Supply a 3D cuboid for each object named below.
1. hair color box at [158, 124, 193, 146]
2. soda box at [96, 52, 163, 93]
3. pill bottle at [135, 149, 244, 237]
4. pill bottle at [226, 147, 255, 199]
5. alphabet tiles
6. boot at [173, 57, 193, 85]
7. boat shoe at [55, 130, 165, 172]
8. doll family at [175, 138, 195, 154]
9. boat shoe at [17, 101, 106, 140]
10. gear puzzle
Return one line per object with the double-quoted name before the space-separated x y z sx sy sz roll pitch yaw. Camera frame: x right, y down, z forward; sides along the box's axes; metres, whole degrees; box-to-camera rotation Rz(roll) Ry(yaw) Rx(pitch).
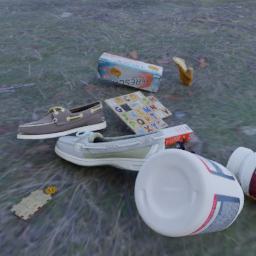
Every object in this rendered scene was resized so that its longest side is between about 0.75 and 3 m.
"hair color box" 1.399 0.200 8.336 0.953 0.292 0.484 -12 34 -16
"soda box" 0.076 -2.189 11.018 2.484 0.790 0.849 15 36 3
"pill bottle" 1.287 1.232 5.162 1.354 1.354 2.264 35 9 40
"pill bottle" 3.265 1.163 6.073 1.150 1.150 2.036 -26 33 -33
"alphabet tiles" 0.494 -0.536 9.004 2.045 0.077 1.710 -21 58 -44
"boot" 2.173 -2.286 11.397 0.403 0.819 1.144 -25 54 -25
"boat shoe" -0.503 0.427 7.019 2.971 0.953 1.095 5 10 26
"doll family" 1.445 0.693 7.260 0.423 0.623 1.078 6 33 -39
"boat shoe" -1.801 -0.232 7.929 2.723 0.810 0.978 -11 14 -39
"gear puzzle" -2.072 1.664 6.370 0.564 0.143 1.089 16 34 29
